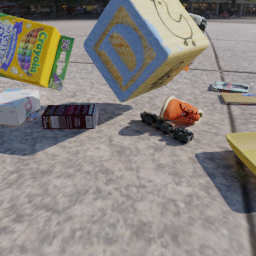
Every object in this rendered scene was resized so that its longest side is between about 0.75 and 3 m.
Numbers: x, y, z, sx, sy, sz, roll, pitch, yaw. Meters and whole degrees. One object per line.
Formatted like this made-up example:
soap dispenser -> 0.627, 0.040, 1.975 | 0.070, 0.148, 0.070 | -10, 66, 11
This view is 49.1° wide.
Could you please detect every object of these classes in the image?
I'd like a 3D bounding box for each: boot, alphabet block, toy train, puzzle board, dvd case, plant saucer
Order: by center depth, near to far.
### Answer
plant saucer -> 4.516, 0.974, 7.816 | 2.757, 0.668, 2.757 | -3, 26, -8
alphabet block -> 0.606, -2.886, 9.755 | 2.744, 2.680, 2.695 | -29, -7, -44
toy train -> 1.362, -0.103, 10.248 | 0.591, 0.440, 2.578 | -16, 31, -35
boot -> 2.045, -0.604, 10.446 | 1.203, 0.842, 2.243 | 29, 20, 29
puzzle board -> 5.333, -1.364, 13.133 | 1.733, 0.151, 1.306 | 3, 25, 5
dvd case -> 5.314, -2.097, 14.550 | 1.770, 0.195, 1.292 | 10, 28, 22

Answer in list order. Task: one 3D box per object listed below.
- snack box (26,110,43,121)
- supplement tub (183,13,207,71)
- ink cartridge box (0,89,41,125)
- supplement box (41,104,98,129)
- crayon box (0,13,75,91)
snack box -> -3.798, -0.516, 11.445 | 0.313, 0.106, 0.870 | 5, 27, 10
supplement tub -> 2.300, -3.479, 11.464 | 1.287, 2.100, 1.287 | 16, 12, -4
ink cartridge box -> -4.675, -0.896, 11.388 | 1.420, 0.832, 1.965 | 4, 25, 8
supplement box -> -2.177, -0.447, 10.737 | 1.986, 0.605, 1.081 | 0, 27, -1
crayon box -> -2.575, -1.858, 6.767 | 2.252, 1.416, 0.581 | 14, 0, 1
